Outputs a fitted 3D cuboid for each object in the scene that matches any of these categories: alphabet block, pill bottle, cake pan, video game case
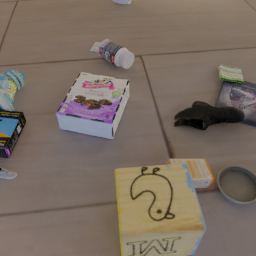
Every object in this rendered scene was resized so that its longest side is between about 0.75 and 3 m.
[{"bbox_3d":[0.727,2.317,7.660,2.023,1.987,1.976,-5,47,-4],"label":"alphabet block"},{"bbox_3d":[-0.573,-3.610,13.726,1.678,0.955,0.955,35,57,28],"label":"pill bottle"},{"bbox_3d":[3.626,1.881,9.211,1.422,0.261,1.422,0,48,0],"label":"cake pan"},{"bbox_3d":[4.817,-1.218,12.054,1.817,0.241,2.544,18,50,16],"label":"video game case"}]

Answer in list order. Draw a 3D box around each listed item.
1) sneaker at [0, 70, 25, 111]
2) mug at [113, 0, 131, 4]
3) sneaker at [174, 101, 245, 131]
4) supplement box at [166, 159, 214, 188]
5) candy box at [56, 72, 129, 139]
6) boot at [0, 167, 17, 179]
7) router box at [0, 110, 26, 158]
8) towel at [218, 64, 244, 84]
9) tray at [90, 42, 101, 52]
[{"bbox_3d":[-5.017,-1.678,11.948,1.670,1.017,2.557,-29,55,-22],"label":"sneaker"},{"bbox_3d":[-0.447,-8.807,18.223,1.170,1.334,0.985,8,24,15],"label":"mug"},{"bbox_3d":[3.156,-0.340,10.952,2.488,0.747,1.298,16,49,20],"label":"sneaker"},{"bbox_3d":[1.992,1.486,9.183,1.364,0.502,0.860,2,46,-16],"label":"supplement box"},{"bbox_3d":[-1.313,-0.992,11.346,2.224,0.949,2.652,10,49,9],"label":"candy box"},{"bbox_3d":[-4.183,1.515,9.473,0.766,0.366,0.282,0,48,0],"label":"boot"},{"bbox_3d":[-5.384,0.140,10.529,2.504,0.639,1.867,4,48,3],"label":"router box"},{"bbox_3d":[4.787,-2.545,13.035,1.103,0.227,1.478,10,36,8],"label":"towel"},{"bbox_3d":[-1.670,-4.374,15.004,0.483,0.100,0.900,13,49,10],"label":"tray"}]
